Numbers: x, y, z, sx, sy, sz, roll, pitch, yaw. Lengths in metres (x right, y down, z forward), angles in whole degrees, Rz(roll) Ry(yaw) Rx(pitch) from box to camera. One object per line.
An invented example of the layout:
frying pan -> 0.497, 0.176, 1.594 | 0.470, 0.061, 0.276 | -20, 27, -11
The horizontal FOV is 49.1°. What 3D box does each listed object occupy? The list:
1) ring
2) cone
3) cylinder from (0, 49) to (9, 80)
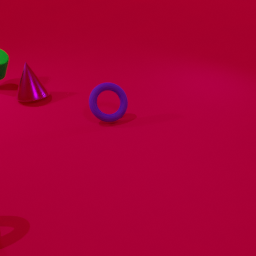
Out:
ring -> -0.615, -0.819, 8.945 | 1.274, 1.274, 0.255 | -12, 0, -17
cone -> -3.560, -1.754, 10.112 | 1.243, 1.247, 1.243 | -4, 24, 2
cylinder -> -5.061, -2.411, 10.612 | 0.904, 0.904, 0.904 | 17, 49, -21
